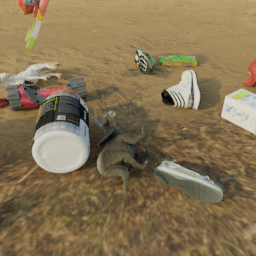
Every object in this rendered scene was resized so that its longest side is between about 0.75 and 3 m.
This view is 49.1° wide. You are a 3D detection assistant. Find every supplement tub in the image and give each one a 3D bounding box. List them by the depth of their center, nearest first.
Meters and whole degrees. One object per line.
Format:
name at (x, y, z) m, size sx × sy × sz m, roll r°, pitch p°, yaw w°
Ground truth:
supplement tub at (-1.819, -0.039, 7.862) m, size 1.471 × 1.471 × 2.401 m, roll -4°, pitch 36°, yaw -6°

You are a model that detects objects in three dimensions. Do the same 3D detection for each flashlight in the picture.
flashlight at (-2.878, -1.288, 10.087) m, size 2.723 × 0.922 × 0.925 m, roll -14°, pitch 56°, yaw -14°

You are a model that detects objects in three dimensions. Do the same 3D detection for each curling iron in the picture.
curling iron at (-4.714, -1.048, 10.181) m, size 2.992 × 0.382 × 0.742 m, roll -23°, pitch 83°, yaw -24°

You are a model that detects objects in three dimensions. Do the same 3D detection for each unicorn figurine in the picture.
unicorn figurine at (-3.998, -2.062, 11.339) m, size 2.026 × 1.090 × 2.950 m, roll 8°, pitch 19°, yaw 11°

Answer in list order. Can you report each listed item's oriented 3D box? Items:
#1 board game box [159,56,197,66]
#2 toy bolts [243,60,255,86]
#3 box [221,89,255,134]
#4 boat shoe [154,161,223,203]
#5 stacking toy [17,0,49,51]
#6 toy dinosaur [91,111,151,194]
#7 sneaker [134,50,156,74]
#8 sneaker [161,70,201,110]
board game box at (2.398, -3.281, 13.622) m, size 1.757 × 0.263 × 0.839 m, roll 4°, pitch 34°, yaw 1°
toy bolts at (6.033, -2.417, 10.941) m, size 2.464 × 2.354 × 1.709 m, roll -39°, pitch 56°, yaw -18°
box at (4.037, -0.505, 9.096) m, size 0.917 × 0.826 × 1.630 m, roll -24°, pitch 41°, yaw -29°
boat shoe at (1.483, 1.246, 6.786) m, size 1.718 × 0.633 × 0.551 m, roll 16°, pitch 42°, yaw 33°
stacking toy at (-3.177, -3.714, 8.937) m, size 0.960 × 2.057 × 2.272 m, roll 18°, pitch -6°, yaw -22°
toy dinosaur at (-0.207, 0.777, 7.315) m, size 1.506 × 1.133 × 2.944 m, roll -9°, pitch 40°, yaw 8°
sneaker at (0.945, -3.106, 12.999) m, size 0.898 × 0.779 × 2.027 m, roll -1°, pitch 36°, yaw -15°
sneaker at (1.910, -1.554, 10.566) m, size 1.338 × 0.878 × 2.326 m, roll 3°, pitch 37°, yaw 1°
